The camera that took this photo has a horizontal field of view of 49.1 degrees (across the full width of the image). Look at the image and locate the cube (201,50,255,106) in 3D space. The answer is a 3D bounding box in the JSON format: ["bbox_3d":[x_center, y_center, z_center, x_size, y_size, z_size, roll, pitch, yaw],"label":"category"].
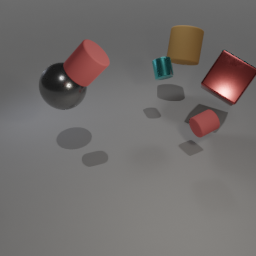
[{"bbox_3d":[3.661,-1.783,10.290,1.400,1.400,1.400,35,10,11],"label":"cube"}]

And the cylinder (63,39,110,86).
[{"bbox_3d":[-0.867,-1.352,5.861,0.700,0.700,0.700,36,32,-26],"label":"cylinder"}]

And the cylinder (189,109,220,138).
[{"bbox_3d":[2.453,-0.146,9.015,0.700,0.700,0.700,-25,38,-13],"label":"cylinder"}]

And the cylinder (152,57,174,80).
[{"bbox_3d":[1.282,-2.180,10.297,0.700,0.700,0.700,-11,-1,0],"label":"cylinder"}]

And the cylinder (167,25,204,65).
[{"bbox_3d":[2.441,-3.507,12.023,1.400,1.400,1.400,8,7,-1],"label":"cylinder"}]

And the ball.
[{"bbox_3d":[-1.926,-1.240,8.341,1.400,1.400,1.400,0,32,0],"label":"ball"}]
